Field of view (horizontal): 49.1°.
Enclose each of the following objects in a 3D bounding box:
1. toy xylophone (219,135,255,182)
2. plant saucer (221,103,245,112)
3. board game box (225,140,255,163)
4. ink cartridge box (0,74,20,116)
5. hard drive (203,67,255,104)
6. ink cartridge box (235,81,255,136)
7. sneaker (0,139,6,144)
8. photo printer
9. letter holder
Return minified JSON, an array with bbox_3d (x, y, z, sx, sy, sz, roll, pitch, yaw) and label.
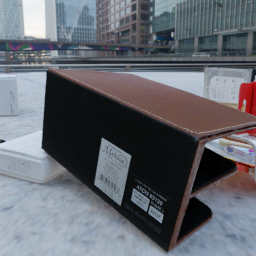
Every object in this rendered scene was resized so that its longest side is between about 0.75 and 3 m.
[{"bbox_3d":[1.869,0.459,5.435,1.853,0.636,2.530,15,2,-28],"label":"toy xylophone"},{"bbox_3d":[3.507,-0.448,9.652,2.742,0.485,2.742,0,14,0],"label":"plant saucer"},{"bbox_3d":[2.856,0.520,6.371,0.892,0.184,0.890,-5,15,-21],"label":"board game box"},{"bbox_3d":[-4.886,-1.379,11.341,0.845,1.472,2.027,-5,15,-19],"label":"ink cartridge box"},{"bbox_3d":[4.153,-1.604,11.652,0.484,1.788,2.559,-8,17,-25],"label":"hard drive"},{"bbox_3d":[4.308,-0.559,7.887,2.655,1.542,0.893,-7,16,-28],"label":"ink cartridge box"},{"bbox_3d":[-3.566,0.235,6.693,1.293,0.582,0.452,2,14,7],"label":"sneaker"},{"bbox_3d":[-1.670,0.485,5.681,1.362,0.569,1.638,8,16,23],"label":"photo printer"},{"bbox_3d":[0.276,0.101,4.448,2.041,1.444,2.871,-11,29,-44],"label":"letter holder"}]
